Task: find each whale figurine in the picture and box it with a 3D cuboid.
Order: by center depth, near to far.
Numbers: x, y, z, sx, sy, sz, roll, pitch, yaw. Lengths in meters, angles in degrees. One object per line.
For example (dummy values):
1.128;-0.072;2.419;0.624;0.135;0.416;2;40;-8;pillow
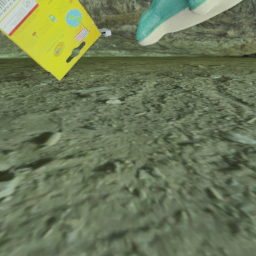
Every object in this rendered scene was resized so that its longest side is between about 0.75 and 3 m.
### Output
0.865;-2.088;4.014;2.077;1.078;1.652;-29;28;27;whale figurine

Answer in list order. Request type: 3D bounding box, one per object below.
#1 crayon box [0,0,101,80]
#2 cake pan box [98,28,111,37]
-2.000;-2.550;6.436;0.698;1.744;2.747;41;-2;36;crayon box
-1.234;-4.161;12.274;0.818;0.232;0.888;-17;30;-14;cake pan box
